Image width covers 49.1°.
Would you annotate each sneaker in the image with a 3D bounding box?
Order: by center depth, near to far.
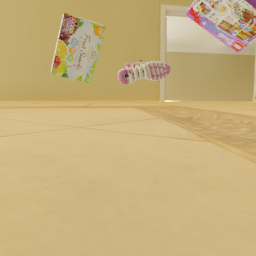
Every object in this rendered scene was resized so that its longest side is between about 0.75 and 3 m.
[{"bbox_3d":[0.638,-2.393,11.294,2.108,0.848,0.932,-7,37,7],"label":"sneaker"}]

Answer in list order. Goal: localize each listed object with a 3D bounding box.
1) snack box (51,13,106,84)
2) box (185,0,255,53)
[{"bbox_3d":[-1.919,-2.996,10.704,1.603,2.254,0.597,10,22,-21],"label":"snack box"},{"bbox_3d":[2.827,-3.142,7.825,2.022,0.395,1.384,32,-30,-11],"label":"box"}]
